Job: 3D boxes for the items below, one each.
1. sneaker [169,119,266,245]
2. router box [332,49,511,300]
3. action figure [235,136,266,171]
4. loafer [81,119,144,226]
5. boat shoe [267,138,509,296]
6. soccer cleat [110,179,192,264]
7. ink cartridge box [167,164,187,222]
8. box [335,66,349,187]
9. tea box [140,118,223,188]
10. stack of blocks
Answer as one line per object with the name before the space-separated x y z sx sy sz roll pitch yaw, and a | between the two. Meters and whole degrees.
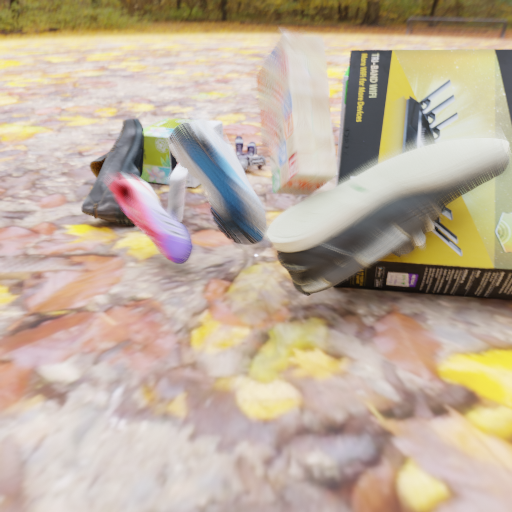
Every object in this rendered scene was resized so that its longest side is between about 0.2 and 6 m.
sneaker | -0.394 -1.107 8.037 0.753 2.008 0.870 -21 20 25
router box | 2.984 -1.428 8.905 3.275 1.088 4.165 3 63 10
action figure | -0.278 -2.450 14.019 1.091 0.582 1.677 7 30 -1
loafer | -2.848 -1.859 11.402 1.062 1.069 2.938 3 45 -9
boat shoe | 1.823 -0.599 7.445 3.326 1.124 1.194 -27 24 -2
soccer cleat | -1.737 -0.573 9.136 1.864 0.636 0.682 51 22 26
ink cartridge box | -1.455 -1.217 10.659 0.333 0.948 1.166 9 24 1
box | 2.659 -2.793 12.288 1.469 2.681 3.038 6 28 11
tea box | -1.883 -2.516 13.398 1.724 1.171 1.753 7 27 17
stack of blocks | 0.536 -1.918 7.970 0.591 2.018 1.162 0 -12 -20
